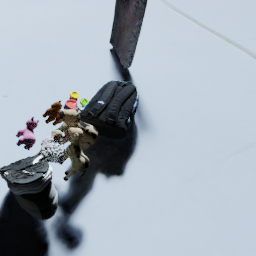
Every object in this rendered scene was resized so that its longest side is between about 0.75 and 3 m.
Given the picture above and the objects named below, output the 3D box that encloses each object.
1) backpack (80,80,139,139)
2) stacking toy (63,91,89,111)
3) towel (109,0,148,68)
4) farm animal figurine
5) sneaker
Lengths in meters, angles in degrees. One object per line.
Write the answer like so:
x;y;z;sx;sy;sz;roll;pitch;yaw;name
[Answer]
-0.368;-0.527;7.281;1.351;1.273;1.656;14;63;12;backpack
-1.504;-0.667;8.188;0.681;0.318;0.752;27;43;-8;stacking toy
-0.047;-3.914;9.992;0.447;2.774;2.650;2;33;-20;towel
-1.198;0.123;5.560;0.897;1.440;1.783;-35;17;15;farm animal figurine
-1.838;1.048;5.219;0.838;0.899;2.268;-22;13;-22;sneaker
